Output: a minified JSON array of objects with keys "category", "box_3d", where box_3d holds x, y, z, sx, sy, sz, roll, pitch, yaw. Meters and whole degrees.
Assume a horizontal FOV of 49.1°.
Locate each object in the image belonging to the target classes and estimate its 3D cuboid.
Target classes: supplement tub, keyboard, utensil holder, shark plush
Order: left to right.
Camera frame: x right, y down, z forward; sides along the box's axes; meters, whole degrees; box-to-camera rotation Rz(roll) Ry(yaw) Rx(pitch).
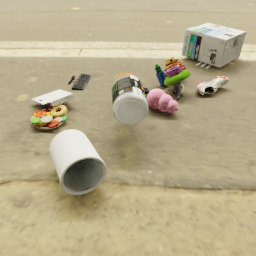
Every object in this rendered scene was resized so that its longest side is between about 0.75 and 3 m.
[{"category":"utensil holder","box_3d":[-1.636,1.023,8.884,1.429,1.429,1.681,-15,36,-20]},{"category":"keyboard","box_3d":[-2.611,-2.462,14.645,1.043,0.169,1.642,5,36,7]},{"category":"supplement tub","box_3d":[0.027,-1.168,10.491,1.259,1.259,2.055,-3,38,-4]},{"category":"shark plush","box_3d":[2.467,-1.790,13.710,0.576,0.628,1.382,-11,53,19]}]

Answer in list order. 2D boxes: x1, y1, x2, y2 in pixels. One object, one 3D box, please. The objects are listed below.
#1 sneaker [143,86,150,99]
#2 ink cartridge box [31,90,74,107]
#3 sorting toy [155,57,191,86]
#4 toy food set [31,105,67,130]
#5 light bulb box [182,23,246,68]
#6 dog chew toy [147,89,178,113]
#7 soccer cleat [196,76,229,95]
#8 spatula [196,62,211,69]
[{"category":"sneaker","box_3d":[0.421,-1.289,12.424,1.363,0.890,2.436,-7,36,-8]},{"category":"ink cartridge box","box_3d":[-3.415,-1.309,12.683,1.479,0.320,1.452,-27,29,-29]},{"category":"sorting toy","box_3d":[2.138,-2.933,14.008,1.583,1.081,2.634,-23,16,13]},{"category":"toy food set","box_3d":[-3.297,-0.444,11.720,1.525,0.371,1.510,-4,37,-6]},{"category":"light bulb box","box_3d":[5.113,-5.053,16.808,2.658,1.659,2.635,29,42,33]},{"category":"dog chew toy","box_3d":[1.550,-1.126,12.291,1.447,0.901,0.901,32,47,26]},{"category":"soccer cleat","box_3d":[4.217,-2.036,13.743,1.852,0.635,0.789,-13,50,-15]},{"category":"spatula","box_3d":[4.597,-3.791,16.463,0.888,0.103,1.276,25,40,27]}]
